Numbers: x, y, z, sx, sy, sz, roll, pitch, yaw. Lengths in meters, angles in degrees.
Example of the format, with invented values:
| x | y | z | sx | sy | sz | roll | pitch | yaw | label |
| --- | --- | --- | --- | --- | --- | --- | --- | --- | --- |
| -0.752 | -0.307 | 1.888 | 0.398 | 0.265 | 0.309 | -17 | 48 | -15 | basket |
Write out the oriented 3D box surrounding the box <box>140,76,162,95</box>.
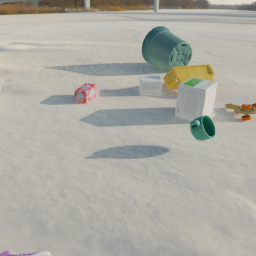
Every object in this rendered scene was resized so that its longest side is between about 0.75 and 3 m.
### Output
| x | y | z | sx | sy | sz | roll | pitch | yaw | label |
| --- | --- | --- | --- | --- | --- | --- | --- | --- | --- |
| 1.203 | -2.312 | 15.130 | 1.148 | 0.754 | 1.154 | 0 | 27 | 1 | box |

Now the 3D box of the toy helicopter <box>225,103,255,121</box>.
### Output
| x | y | z | sx | sy | sz | roll | pitch | yaw | label |
| --- | --- | --- | --- | --- | --- | --- | --- | --- | --- |
| 5.101 | -0.907 | 12.557 | 1.101 | 0.656 | 1.664 | -18 | 22 | -23 | toy helicopter |

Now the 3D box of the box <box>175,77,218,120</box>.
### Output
| x | y | z | sx | sy | sz | roll | pitch | yaw | label |
| --- | --- | --- | --- | --- | --- | --- | --- | --- | --- |
| 2.987 | -1.273 | 12.271 | 1.267 | 1.480 | 1.472 | 19 | 32 | 30 | box |

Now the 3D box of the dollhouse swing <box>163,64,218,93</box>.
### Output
| x | y | z | sx | sy | sz | roll | pitch | yaw | label |
| --- | --- | --- | --- | --- | --- | --- | --- | --- | --- |
| 3.509 | -2.325 | 15.560 | 2.298 | 2.020 | 2.089 | -8 | -14 | -14 | dollhouse swing |

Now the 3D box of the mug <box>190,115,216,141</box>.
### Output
| x | y | z | sx | sy | sz | roll | pitch | yaw | label |
| --- | --- | --- | --- | --- | --- | --- | --- | --- | --- |
| 2.470 | -0.031 | 9.597 | 0.612 | 0.990 | 0.814 | -24 | 25 | 43 | mug |

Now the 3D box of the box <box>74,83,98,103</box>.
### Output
| x | y | z | sx | sy | sz | roll | pitch | yaw | label |
| --- | --- | --- | --- | --- | --- | --- | --- | --- | --- |
| -2.115 | -1.785 | 14.221 | 0.660 | 0.633 | 1.325 | 9 | 28 | 17 | box |

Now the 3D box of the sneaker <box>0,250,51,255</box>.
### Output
| x | y | z | sx | sy | sz | roll | pitch | yaw | label |
| --- | --- | --- | --- | --- | --- | --- | --- | --- | --- |
| -2.197 | 2.653 | 5.707 | 1.157 | 0.419 | 0.659 | -12 | 26 | -23 | sneaker |

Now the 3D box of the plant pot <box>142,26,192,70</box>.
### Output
| x | y | z | sx | sy | sz | roll | pitch | yaw | label |
| --- | --- | --- | --- | --- | --- | --- | --- | --- | --- |
| 2.772 | -5.262 | 19.220 | 2.726 | 2.726 | 2.670 | -15 | 39 | -28 | plant pot |
